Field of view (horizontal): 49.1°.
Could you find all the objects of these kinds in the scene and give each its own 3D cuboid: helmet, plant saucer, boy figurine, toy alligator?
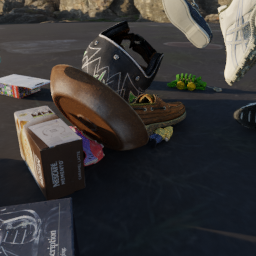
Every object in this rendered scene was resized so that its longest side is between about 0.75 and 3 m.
[{"bbox_3d":[-0.313,-2.138,9.883,2.784,2.784,2.654,17,50,32],"label":"helmet"},{"bbox_3d":[-0.817,-0.275,6.605,2.797,2.797,0.512,21,66,37],"label":"plant saucer"},{"bbox_3d":[0.885,0.200,7.723,0.621,0.322,0.999,20,31,33],"label":"boy figurine"},{"bbox_3d":[2.859,-1.988,12.019,2.329,0.632,0.691,7,26,15],"label":"toy alligator"}]

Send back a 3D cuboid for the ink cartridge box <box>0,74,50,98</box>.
[{"bbox_3d":[-4.312,-1.678,11.462,2.252,0.567,1.227,13,28,23],"label":"ink cartridge box"}]

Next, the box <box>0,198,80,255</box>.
[{"bbox_3d":[-1.496,1.955,3.021,1.947,1.113,2.139,-6,25,-10],"label":"box"}]

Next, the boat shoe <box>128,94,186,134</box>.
[{"bbox_3d":[0.725,-0.520,8.109,1.071,1.012,2.977,-3,13,42],"label":"boat shoe"}]

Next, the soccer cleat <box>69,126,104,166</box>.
[{"bbox_3d":[-1.325,0.421,7.013,1.739,0.580,0.665,25,40,38],"label":"soccer cleat"}]

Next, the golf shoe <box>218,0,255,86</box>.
[{"bbox_3d":[2.611,-2.241,6.353,1.090,2.784,1.353,-35,63,-25],"label":"golf shoe"}]

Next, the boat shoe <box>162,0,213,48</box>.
[{"bbox_3d":[2.176,-3.944,9.965,0.728,2.354,0.881,-50,8,-37],"label":"boat shoe"}]

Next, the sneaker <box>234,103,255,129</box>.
[{"bbox_3d":[4.042,-0.447,8.744,2.089,0.772,0.828,-6,16,-28],"label":"sneaker"}]

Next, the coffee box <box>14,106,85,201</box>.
[{"bbox_3d":[-1.770,0.440,6.159,0.841,1.206,2.109,-15,28,-29],"label":"coffee box"}]
